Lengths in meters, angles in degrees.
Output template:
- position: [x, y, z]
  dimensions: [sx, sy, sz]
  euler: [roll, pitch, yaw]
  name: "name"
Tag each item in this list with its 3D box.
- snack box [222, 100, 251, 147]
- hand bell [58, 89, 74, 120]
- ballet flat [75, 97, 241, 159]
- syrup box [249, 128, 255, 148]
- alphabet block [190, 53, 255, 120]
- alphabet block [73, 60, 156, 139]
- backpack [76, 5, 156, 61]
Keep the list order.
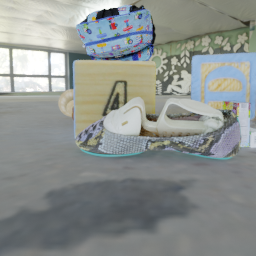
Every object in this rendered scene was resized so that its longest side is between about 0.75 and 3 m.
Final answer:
- position: [2.102, -0.101, 5.495]
  dimensions: [0.285, 0.844, 0.711]
  euler: [-3, 8, -2]
  name: "snack box"
- position: [-1.833, -0.616, 9.811]
  dimensions: [1.104, 1.104, 2.120]
  euler: [-2, 20, -16]
  name: "hand bell"
- position: [0.434, -0.066, 4.496]
  dimensions: [2.683, 0.965, 0.965]
  euler: [2, 8, 8]
  name: "ballet flat"
- position: [2.407, 0.171, 5.552]
  dimensions: [0.307, 0.297, 0.754]
  euler: [0, 8, -2]
  name: "syrup box"
- position: [3.780, -1.569, 10.787]
  dimensions: [2.297, 2.309, 2.352]
  euler: [5, 9, 24]
  name: "alphabet block"
- position: [-0.348, -0.658, 6.523]
  dimensions: [1.715, 1.684, 1.675]
  euler: [-1, 9, -7]
  name: "alphabet block"
- position: [-0.304, -2.746, 8.493]
  dimensions: [2.358, 1.737, 2.582]
  euler: [-9, 17, 6]
  name: "backpack"
